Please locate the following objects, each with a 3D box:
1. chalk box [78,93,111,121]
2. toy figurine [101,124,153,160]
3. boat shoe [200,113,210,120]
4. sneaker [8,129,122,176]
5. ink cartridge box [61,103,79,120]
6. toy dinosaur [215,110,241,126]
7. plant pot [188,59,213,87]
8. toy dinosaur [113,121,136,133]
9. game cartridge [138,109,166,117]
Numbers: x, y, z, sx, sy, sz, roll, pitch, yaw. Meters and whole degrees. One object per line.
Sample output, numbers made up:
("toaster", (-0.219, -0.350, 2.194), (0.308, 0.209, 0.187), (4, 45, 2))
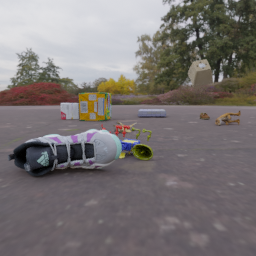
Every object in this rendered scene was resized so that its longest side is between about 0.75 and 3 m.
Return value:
("chalk box", (-1.717, -1.209, 15.550), (1.481, 1.491, 2.389), (1, 7, 7))
("toy figurine", (0.085, 0.272, 5.690), (1.224, 0.646, 0.733), (4, 2, 28))
("boat shoe", (4.328, -0.684, 15.912), (0.389, 0.368, 1.082), (-1, 6, -9))
("sneaker", (-1.037, 0.434, 4.234), (1.701, 0.661, 1.190), (-8, 4, 24))
("ink cartridge box", (-3.150, -0.950, 15.827), (1.247, 0.920, 0.534), (0, 7, -10))
("toy dinosaur", (4.559, -0.495, 12.859), (1.138, 0.647, 2.143), (2, 6, 30))
("plant pot", (2.858, -2.206, 10.966), (0.809, 0.810, 0.717), (-11, -36, 2))
("toy dinosaur", (-0.152, 0.024, 9.834), (0.625, 0.360, 1.237), (18, 19, 16))
("game cartridge", (1.594, -0.986, 18.516), (1.780, 0.527, 2.746), (5, 6, 5))
